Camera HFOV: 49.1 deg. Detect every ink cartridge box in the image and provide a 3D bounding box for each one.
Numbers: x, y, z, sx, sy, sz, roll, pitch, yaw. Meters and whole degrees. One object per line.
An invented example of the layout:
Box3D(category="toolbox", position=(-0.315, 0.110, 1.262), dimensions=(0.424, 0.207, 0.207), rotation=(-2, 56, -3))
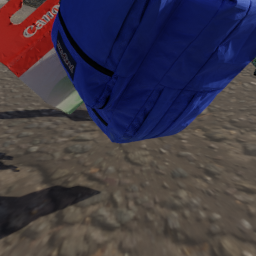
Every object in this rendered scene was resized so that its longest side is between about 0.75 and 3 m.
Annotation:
Box3D(category="ink cartridge box", position=(-0.993, -1.468, 5.162), dimensions=(2.261, 2.810, 0.704), rotation=(-39, 75, 5))

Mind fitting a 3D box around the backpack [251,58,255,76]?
Box3D(category="backpack", position=(2.781, -1.318, 5.094), dimensions=(0.851, 0.959, 0.722), rotation=(-29, 71, -3))

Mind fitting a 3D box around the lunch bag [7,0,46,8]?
Box3D(category="lunch bag", position=(-1.867, -2.925, 5.774), dimensions=(1.162, 0.965, 1.385), rotation=(40, 27, 22))

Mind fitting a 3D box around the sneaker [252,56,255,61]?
Box3D(category="sneaker", position=(1.982, -2.236, 5.138), dimensions=(0.910, 2.418, 1.066), rotation=(7, 10, -16))

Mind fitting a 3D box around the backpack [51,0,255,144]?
Box3D(category="backpack", position=(0.145, -1.200, 4.090), dimensions=(2.373, 2.827, 2.298), rotation=(-8, 57, -31))
